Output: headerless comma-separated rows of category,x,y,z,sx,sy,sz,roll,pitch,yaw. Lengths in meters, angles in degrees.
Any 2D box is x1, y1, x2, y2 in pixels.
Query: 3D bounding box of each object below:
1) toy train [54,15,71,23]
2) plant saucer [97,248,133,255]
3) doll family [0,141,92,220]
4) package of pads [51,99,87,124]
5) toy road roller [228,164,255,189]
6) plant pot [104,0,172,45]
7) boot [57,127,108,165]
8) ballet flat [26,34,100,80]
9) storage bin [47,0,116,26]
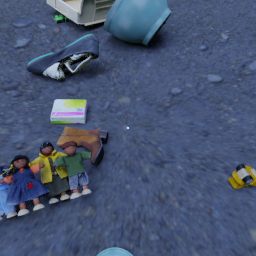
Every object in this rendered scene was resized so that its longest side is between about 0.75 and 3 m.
toy train,-2.652,-4.896,12.452,1.228,0.256,0.346,-14,60,-13
plant saucer,-0.270,2.929,5.560,1.019,0.183,1.019,0,48,0
doll family,-2.141,1.038,6.335,2.648,1.039,1.531,-14,84,-27
package of pads,-1.772,-0.516,8.493,1.027,0.350,0.794,0,49,0
toy road roller,2.860,1.254,6.939,0.755,0.551,0.464,17,37,-37
plant pot,0.533,-4.271,10.653,1.731,2.584,2.584,39,54,-4
boot,-1.294,0.439,7.589,1.327,0.454,1.249,6,49,6
ballet flat,-2.154,-2.198,9.422,2.732,0.998,0.998,-21,48,11
storage bin,-1.822,-5.774,12.326,2.644,1.248,2.663,-27,54,-33
